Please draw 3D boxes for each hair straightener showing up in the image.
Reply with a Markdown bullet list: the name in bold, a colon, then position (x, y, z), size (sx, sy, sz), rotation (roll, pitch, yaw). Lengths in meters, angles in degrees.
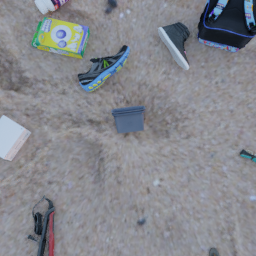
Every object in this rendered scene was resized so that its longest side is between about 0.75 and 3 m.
- **hair straightener**: position (-2.814, 3.361, 8.940), size (0.908, 0.483, 2.361), rotation (-3, 77, -1)

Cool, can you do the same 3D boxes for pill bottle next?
- **pill bottle**: position (-2.845, -4.973, 10.699), size (1.357, 0.756, 0.756), rotation (-39, 80, -8)

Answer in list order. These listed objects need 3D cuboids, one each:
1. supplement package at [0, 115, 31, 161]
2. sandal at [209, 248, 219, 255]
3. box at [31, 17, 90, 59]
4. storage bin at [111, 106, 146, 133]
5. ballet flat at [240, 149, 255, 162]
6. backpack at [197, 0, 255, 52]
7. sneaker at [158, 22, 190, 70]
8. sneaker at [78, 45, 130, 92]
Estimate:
- **supplement package**: position (-4.112, 0.346, 9.534), size (0.930, 0.662, 1.194), rotation (31, 79, 6)
- **sandal**: position (2.731, 4.236, 8.879), size (0.326, 0.218, 0.798), rotation (11, 77, 3)
- **box**: position (-2.561, -3.414, 10.498), size (2.023, 0.489, 1.187), rotation (13, 77, 4)
- **storage bin**: position (0.036, -0.294, 9.688), size (1.165, 0.848, 0.783), rotation (-6, 105, -2)
- **ballet flat**: position (4.282, 0.965, 9.600), size (0.854, 0.290, 0.292), rotation (25, 70, 5)
- **backpack**: position (3.666, -4.161, 10.138), size (2.013, 1.483, 2.205), rotation (14, 78, 3)
- **sneaker**: position (1.980, -3.112, 10.301), size (0.972, 0.693, 1.959), rotation (-28, 74, -1)
- **sneaker**: position (-0.853, -2.287, 10.062), size (2.267, 0.804, 0.939), rotation (-40, 87, -5)
